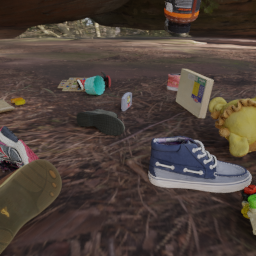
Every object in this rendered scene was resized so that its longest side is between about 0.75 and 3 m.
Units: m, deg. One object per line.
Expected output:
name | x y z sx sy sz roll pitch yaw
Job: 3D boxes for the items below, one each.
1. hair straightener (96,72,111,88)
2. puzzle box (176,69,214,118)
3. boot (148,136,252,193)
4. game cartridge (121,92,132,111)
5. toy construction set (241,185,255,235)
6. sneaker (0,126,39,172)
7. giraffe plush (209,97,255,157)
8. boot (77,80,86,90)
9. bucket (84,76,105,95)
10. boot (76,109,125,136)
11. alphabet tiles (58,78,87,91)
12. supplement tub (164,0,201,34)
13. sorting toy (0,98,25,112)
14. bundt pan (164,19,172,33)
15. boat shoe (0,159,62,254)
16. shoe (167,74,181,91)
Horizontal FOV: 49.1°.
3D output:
hair straightener | -1.567 -2.737 15.407 1.139 0.606 2.961 -2 23 -5
puzzle box | 2.567 -1.422 11.112 0.282 1.475 2.217 2 22 -16
boot | 1.642 0.776 6.312 2.344 1.059 0.853 0 22 1
game cartridge | -0.044 -1.115 11.481 0.190 0.617 0.927 6 24 18
toy construction set | 2.996 1.313 4.946 2.430 1.119 1.593 -8 -1 -38
sneaker | -2.774 0.758 6.850 0.846 0.913 2.265 -45 43 -20
giraffe plush | 3.626 -0.195 7.468 2.415 2.978 2.569 -26 19 12
boot | -2.135 -2.236 14.199 0.768 0.386 1.065 -9 30 -15
bucket | -1.583 -2.003 13.282 0.601 0.924 0.924 1 19 33
boot | -0.702 -0.332 9.645 1.926 0.652 1.258 15 21 29
alphabet tiles | -2.601 -2.294 14.690 1.967 0.062 1.637 1 32 3
supplement tub | 1.321 -3.120 6.680 0.853 1.594 0.853 2 39 -1
sorting toy | -5.203 -0.797 11.203 2.297 0.308 1.712 -17 23 -35
bundt pan | 1.864 -4.308 11.437 0.812 0.812 0.305 9 -20 22
boat shoe | -2.443 1.578 4.714 0.995 1.060 2.945 -25 7 41
shoe | 2.766 -2.248 13.978 1.748 0.795 0.625 14 26 31
